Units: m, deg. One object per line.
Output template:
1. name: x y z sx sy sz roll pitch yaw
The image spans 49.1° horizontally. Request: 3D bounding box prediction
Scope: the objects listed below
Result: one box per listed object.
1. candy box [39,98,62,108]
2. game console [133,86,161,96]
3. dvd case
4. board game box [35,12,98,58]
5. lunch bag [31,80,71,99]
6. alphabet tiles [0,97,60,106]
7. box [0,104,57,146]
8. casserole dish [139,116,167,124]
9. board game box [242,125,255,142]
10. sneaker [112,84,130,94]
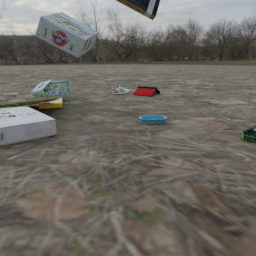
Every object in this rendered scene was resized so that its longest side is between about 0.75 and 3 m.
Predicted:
1. candy box: -2.991 -0.998 11.000 0.804 0.208 1.573 -6 15 -11
2. game console: 0.937 -1.706 13.850 1.056 0.626 0.910 10 -13 30
3. dvd case: -0.200 -3.245 5.737 2.064 1.535 0.165 22 -27 -14
4. board game box: -1.894 -3.067 9.087 1.469 0.640 1.991 27 25 -6
5. lunch bag: -3.335 -1.620 12.012 1.151 0.824 1.351 0 9 45
6. alphabet tiles: -3.633 -0.854 9.672 2.087 0.094 2.497 -10 6 -25
7. box: -3.344 -0.141 7.443 1.939 0.488 2.687 -11 20 -35
8. casserole dish: 0.751 -0.244 8.377 0.840 0.163 0.509 -1 15 -5
9. board game box: 3.875 0.071 7.089 1.148 0.257 2.192 11 19 43
10. sneaker: -0.347 -1.960 14.055 1.016 0.475 0.358 -9 17 -28
